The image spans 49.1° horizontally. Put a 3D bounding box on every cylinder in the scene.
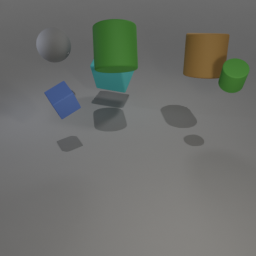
[{"bbox_3d":[2.635,-2.485,9.538,1.400,1.400,1.400,1,19,0],"label":"cylinder"},{"bbox_3d":[-0.403,-2.554,8.946,1.400,1.400,1.400,-2,3,0],"label":"cylinder"},{"bbox_3d":[2.952,-1.458,7.852,0.700,0.700,0.700,-3,61,5],"label":"cylinder"}]

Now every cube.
[{"bbox_3d":[-1.969,-0.842,8.469,0.700,0.700,0.700,-33,54,-10],"label":"cube"},{"bbox_3d":[-0.639,-2.600,12.250,1.400,1.400,1.400,12,59,15],"label":"cube"}]

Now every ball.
[{"bbox_3d":[-3.076,-3.442,11.646,1.400,1.400,1.400,0,32,0],"label":"ball"}]
